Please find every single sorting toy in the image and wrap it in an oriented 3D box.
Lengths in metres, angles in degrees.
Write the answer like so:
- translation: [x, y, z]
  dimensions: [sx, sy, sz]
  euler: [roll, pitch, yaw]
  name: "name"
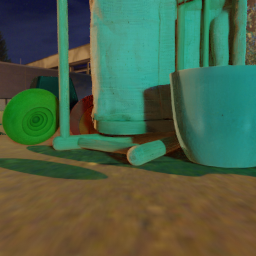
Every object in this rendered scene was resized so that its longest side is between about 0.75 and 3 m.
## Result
- translation: [-1.138, 0.008, 4.420]
  dimensions: [2.832, 0.982, 0.975]
  euler: [-1, 26, -43]
  name: "sorting toy"

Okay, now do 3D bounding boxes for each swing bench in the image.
- translation: [0.485, -1.106, 4.366]
  dimensions: [1.850, 2.837, 2.852]
  euler: [5, 7, 44]
  name: "swing bench"

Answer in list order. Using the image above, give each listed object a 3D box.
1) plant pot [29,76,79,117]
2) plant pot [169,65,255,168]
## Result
- translation: [-3.935, -1.503, 14.477]
  dimensions: [2.447, 2.176, 2.453]
  euler: [-2, 4, -29]
  name: "plant pot"
- translation: [1.122, -0.116, 3.250]
  dimensions: [1.287, 1.032, 1.287]
  euler: [0, 5, 0]
  name: "plant pot"
